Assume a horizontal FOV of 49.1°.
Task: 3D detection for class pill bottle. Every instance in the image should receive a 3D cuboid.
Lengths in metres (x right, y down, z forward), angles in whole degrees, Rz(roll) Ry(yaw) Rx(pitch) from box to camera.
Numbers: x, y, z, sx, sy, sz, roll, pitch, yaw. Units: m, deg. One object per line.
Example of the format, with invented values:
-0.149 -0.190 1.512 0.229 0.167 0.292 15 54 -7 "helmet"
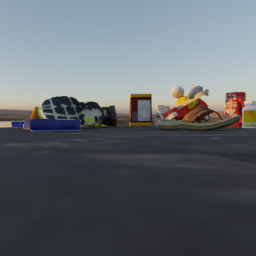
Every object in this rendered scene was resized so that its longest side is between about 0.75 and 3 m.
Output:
4.290 -0.464 9.815 0.531 0.956 0.531 0 1 0 "pill bottle"

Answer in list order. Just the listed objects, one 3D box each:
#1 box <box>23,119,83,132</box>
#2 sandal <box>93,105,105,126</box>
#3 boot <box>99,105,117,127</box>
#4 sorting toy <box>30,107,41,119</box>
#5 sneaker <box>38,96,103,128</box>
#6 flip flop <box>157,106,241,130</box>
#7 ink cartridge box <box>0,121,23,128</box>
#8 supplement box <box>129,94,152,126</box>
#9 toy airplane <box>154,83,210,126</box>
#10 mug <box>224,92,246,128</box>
-1.933 -0.080 7.058 1.167 0.312 1.927 0 2 -26 "box"
-2.333 -0.693 14.454 1.150 1.259 2.893 7 7 34 "sandal"
-2.018 -0.417 12.581 2.952 0.969 2.433 -9 -8 -3 "boot"
-5.351 -0.547 13.260 2.971 1.023 1.030 0 1 -31 "sorting toy"
-1.903 -0.322 9.273 1.107 1.077 2.779 -22 -13 25 "sneaker"
1.841 -0.268 7.579 2.233 0.643 0.905 1 1 32 "flip flop"
-4.598 -0.155 11.567 1.311 0.308 1.296 -1 1 20 "ink cartridge box"
0.745 -1.078 17.269 1.267 1.908 1.882 0 1 -2 "supplement box"
2.191 -0.961 12.157 2.597 1.832 2.585 -16 -12 11 "toy airplane"
4.389 -0.709 11.054 0.938 1.405 1.248 0 0 -36 "mug"
